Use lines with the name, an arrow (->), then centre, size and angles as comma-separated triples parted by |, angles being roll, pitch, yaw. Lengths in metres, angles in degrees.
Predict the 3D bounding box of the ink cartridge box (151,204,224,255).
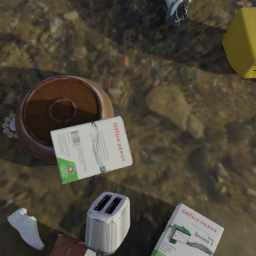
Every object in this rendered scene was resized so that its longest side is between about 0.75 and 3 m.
ink cartridge box -> 1.414, 2.910, 6.912 | 1.228, 0.709, 1.681 | 28, 69, 12

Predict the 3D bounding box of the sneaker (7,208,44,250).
sneaker -> -2.542, 2.586, 7.211 | 1.264, 0.445, 0.507 | 41, 69, 17

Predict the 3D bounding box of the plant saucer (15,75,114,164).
plant saucer -> -1.926, -0.434, 8.427 | 2.995, 0.516, 2.995 | 2, 67, -4

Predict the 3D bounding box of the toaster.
toaster -> -0.400, 1.815, 5.453 | 0.705, 1.240, 0.801 | 9, 110, 20

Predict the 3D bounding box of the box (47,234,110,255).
box -> -0.749, 3.682, 5.925 | 2.298, 1.887, 1.906 | 22, 68, 10

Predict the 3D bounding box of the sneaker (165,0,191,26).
sneaker -> 1.745, -4.661, 10.317 | 1.044, 0.939, 2.418 | 14, 61, 22

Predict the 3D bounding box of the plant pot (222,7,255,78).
plant pot -> 4.158, -2.557, 8.892 | 1.680, 1.669, 1.718 | -1, 71, -1

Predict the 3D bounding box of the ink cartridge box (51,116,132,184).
ink cartridge box -> -0.983, 0.547, 7.506 | 1.884, 0.783, 1.381 | -12, 90, -14

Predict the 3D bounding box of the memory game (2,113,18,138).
memory game -> -3.403, -0.105, 8.613 | 0.923, 0.059, 0.923 | 0, 67, 0
